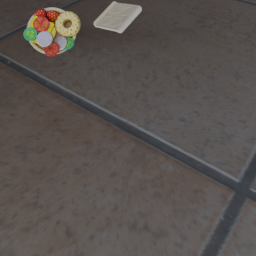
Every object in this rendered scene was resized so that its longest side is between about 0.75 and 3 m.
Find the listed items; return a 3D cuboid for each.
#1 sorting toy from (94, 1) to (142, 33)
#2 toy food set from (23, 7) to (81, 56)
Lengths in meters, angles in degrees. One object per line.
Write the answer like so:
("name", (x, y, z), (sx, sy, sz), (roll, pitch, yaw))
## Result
("sorting toy", (-0.272, -2.945, 7.470), (1.051, 0.192, 0.973), (30, 74, 35))
("toy food set", (-2.439, -3.111, 8.983), (1.644, 0.400, 1.628), (22, 83, -1))
